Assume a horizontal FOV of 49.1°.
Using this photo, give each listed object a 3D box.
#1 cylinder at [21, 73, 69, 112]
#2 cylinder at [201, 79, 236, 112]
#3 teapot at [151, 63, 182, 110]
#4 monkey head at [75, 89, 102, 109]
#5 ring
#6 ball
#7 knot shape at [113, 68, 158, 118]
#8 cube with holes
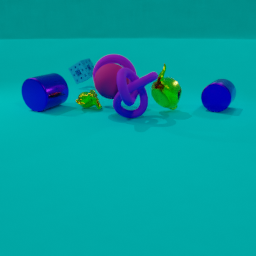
[{"bbox_3d":[-3.159,-1.388,10.752,1.276,1.276,1.276,10,22,26],"label":"cylinder"},{"bbox_3d":[3.453,-1.253,10.651,1.096,1.096,1.096,11,23,27],"label":"cylinder"},{"bbox_3d":[1.424,-1.381,10.098,0.927,1.893,1.177,-43,39,-21],"label":"teapot"},{"bbox_3d":[-1.481,-0.993,10.758,0.768,0.917,1.275,-31,-3,12],"label":"monkey head"},{"bbox_3d":[-0.522,-1.976,10.891,1.753,1.753,0.351,4,22,11],"label":"ring"},{"bbox_3d":[-0.562,-1.614,9.729,1.229,1.229,1.229,0,20,0],"label":"ball"},{"bbox_3d":[0.290,-1.292,9.281,0.857,1.854,1.735,35,65,30],"label":"knot shape"},{"bbox_3d":[-2.325,-2.948,14.511,0.907,0.907,0.907,-23,10,31],"label":"cube with holes"}]
